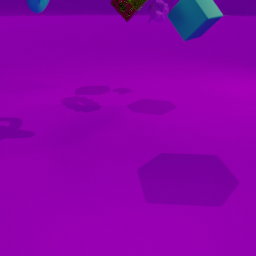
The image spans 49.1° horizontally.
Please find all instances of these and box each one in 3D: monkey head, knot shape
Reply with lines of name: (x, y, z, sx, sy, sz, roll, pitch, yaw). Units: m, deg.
monkey head: (0.990, -4.136, 9.933, 0.701, 1.163, 0.837, 37, 45, 20)
knot shape: (-1.724, -3.517, 6.519, 1.911, 0.883, 1.788, -39, 41, -11)

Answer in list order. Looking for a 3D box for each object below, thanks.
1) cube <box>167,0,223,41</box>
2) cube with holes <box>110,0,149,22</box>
cube: (1.998, -3.362, 8.389, 0.991, 0.991, 0.991, -28, -7, -41)
cube with holes: (0.098, -4.575, 9.976, 0.909, 0.909, 0.909, -48, 11, -18)
